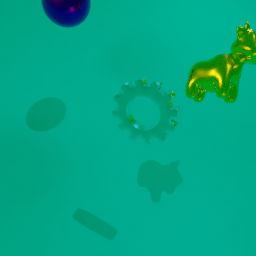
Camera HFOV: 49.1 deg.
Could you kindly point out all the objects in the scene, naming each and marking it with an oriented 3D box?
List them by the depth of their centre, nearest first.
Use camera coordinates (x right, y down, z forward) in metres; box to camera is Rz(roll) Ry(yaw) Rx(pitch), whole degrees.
[{"bbox_3d":[0.319,-0.304,5.245,1.269,1.269,0.235,25,31,13],"label":"gear"},{"bbox_3d":[2.068,-1.369,6.048,1.632,0.896,1.606,6,84,40],"label":"cow figurine"},{"bbox_3d":[-1.555,-3.184,7.076,1.229,1.229,1.229,0,61,0],"label":"ball"}]
